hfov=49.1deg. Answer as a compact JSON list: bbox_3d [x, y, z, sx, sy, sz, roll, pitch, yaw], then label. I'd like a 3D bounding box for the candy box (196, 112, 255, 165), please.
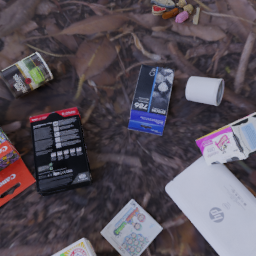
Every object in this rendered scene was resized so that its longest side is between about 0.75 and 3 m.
[{"bbox_3d":[3.444,0.007,7.348,2.774,1.892,0.846,-23,83,-16],"label":"candy box"}]

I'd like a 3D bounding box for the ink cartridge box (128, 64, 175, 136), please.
[{"bbox_3d":[0.750,-0.931,8.795,1.122,0.442,2.256,10,66,4],"label":"ink cartridge box"}]

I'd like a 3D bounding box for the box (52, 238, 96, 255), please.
[{"bbox_3d":[-0.982,3.639,6.286,1.098,0.989,1.952,-28,68,-13],"label":"box"}]

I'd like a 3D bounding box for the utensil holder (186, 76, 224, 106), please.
[{"bbox_3d":[2.347,-1.157,8.554,0.955,0.811,0.811,15,64,29],"label":"utensil holder"}]

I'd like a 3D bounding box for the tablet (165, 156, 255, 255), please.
[{"bbox_3d":[2.532,2.134,7.436,1.822,0.191,2.800,-35,69,-17],"label":"tablet"}]

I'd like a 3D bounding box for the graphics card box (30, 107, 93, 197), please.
[{"bbox_3d":[-1.914,0.633,7.951,1.447,0.587,2.307,-13,64,-7],"label":"graphics card box"}]

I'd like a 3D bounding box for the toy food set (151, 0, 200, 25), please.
[{"bbox_3d":[1.740,-4.461,10.543,1.901,0.299,1.209,11,65,5],"label":"toy food set"}]

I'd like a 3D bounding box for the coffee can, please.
[{"bbox_3d":[-3.199,-1.654,8.824,1.330,0.973,0.973,-34,69,-15],"label":"coffee can"}]

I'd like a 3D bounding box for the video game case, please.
[{"bbox_3d":[0.096,2.650,7.233,1.096,0.143,1.204,41,71,17],"label":"video game case"}]

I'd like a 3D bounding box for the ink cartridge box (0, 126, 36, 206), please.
[{"bbox_3d":[-3.929,0.807,7.794,1.465,0.677,2.689,-36,68,-16],"label":"ink cartridge box"}]
